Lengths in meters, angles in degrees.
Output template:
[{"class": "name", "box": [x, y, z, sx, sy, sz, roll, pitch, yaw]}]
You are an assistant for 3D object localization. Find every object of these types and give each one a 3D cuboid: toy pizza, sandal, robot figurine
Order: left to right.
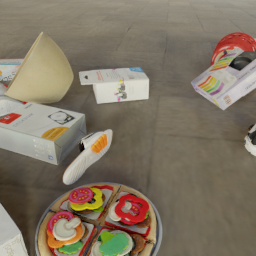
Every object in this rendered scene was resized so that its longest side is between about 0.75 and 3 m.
[{"class": "sandal", "box": [-1.091, 0.578, 7.088, 0.569, 0.761, 1.987, 26, 43, 20]}, {"class": "toy pizza", "box": [-0.572, 1.895, 5.584, 2.512, 0.398, 2.512, 0, 33, 0]}, {"class": "robot figurine", "box": [3.611, 0.168, 7.318, 0.936, 1.245, 0.777, 21, 29, -14]}]

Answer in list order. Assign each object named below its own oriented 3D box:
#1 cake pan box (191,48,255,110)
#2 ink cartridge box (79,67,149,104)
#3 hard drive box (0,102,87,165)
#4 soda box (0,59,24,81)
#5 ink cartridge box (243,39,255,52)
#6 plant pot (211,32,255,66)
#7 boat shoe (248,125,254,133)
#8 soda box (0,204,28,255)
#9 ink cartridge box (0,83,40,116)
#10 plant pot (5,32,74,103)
[{"class": "cake pan box", "box": [3.613, -1.802, 9.835, 2.222, 0.581, 2.047, -37, 31, 6]}, {"class": "ink cartridge box", "box": [-0.569, -1.636, 10.644, 2.453, 0.832, 1.412, -6, 31, -10]}, {"class": "hard drive box", "box": [-2.474, 0.080, 8.062, 2.026, 0.778, 1.579, 12, 34, 18]}, {"class": "soda box", "box": [-5.065, -2.533, 12.160, 2.309, 0.734, 0.789, -2, 33, -1]}, {"class": "ink cartridge box", "box": [5.920, -3.471, 13.364, 1.638, 0.950, 2.262, -1, 34, 3]}, {"class": "plant pot", "box": [4.398, -2.907, 11.751, 1.831, 1.831, 1.667, 17, 38, 24]}, {"class": "boat shoe", "box": [4.305, 0.180, 8.088, 1.576, 0.578, 0.587, 25, 40, 33]}, {"class": "soda box", "box": [-3.049, 1.700, 5.422, 0.974, 0.910, 2.859, -27, 41, -35]}, {"class": "ink cartridge box", "box": [-4.550, -1.298, 10.348, 2.775, 0.695, 2.233, -25, 41, -32]}, {"class": "plant pot", "box": [-2.935, -1.827, 9.888, 1.664, 2.478, 2.478, 32, 22, -26]}]
